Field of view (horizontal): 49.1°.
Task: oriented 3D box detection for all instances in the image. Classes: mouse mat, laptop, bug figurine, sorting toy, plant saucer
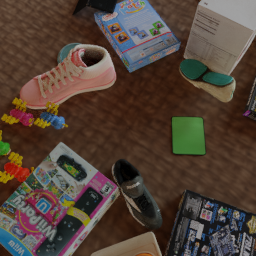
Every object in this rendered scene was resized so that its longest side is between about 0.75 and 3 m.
[{"bbox_3d":[1.756,0.210,8.165,0.977,0.046,1.215,2,66,1],"label":"mouse mat"},{"bbox_3d":[-1.094,-4.454,9.863,1.435,0.741,1.271,15,68,-3],"label":"laptop"},{"bbox_3d":[-2.928,0.278,7.819,1.918,0.636,2.473,27,74,17],"label":"bug figurine"},{"bbox_3d":[0.450,3.392,6.293,2.516,0.370,1.860,-24,67,9],"label":"sorting toy"},{"bbox_3d":[-1.752,-2.352,9.180,1.152,0.158,1.152,0,67,-1],"label":"plant saucer"}]

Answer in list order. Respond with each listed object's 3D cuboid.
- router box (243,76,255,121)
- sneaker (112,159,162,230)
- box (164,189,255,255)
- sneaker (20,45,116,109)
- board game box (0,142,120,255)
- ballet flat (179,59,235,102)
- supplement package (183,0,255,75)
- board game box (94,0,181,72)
[{"bbox_3d":[4.307,-0.888,8.372,1.254,0.429,1.681,24,69,5],"label":"router box"},{"bbox_3d":[0.187,1.623,7.084,0.681,0.927,2.050,-29,70,-10],"label":"sneaker"},{"bbox_3d":[2.085,2.834,6.802,2.080,0.521,2.096,18,68,7],"label":"box"},{"bbox_3d":[-1.829,-1.563,8.101,2.990,1.563,1.126,-17,70,-6],"label":"sneaker"},{"bbox_3d":[-1.785,2.004,6.979,1.962,0.855,2.660,35,72,14],"label":"board game box"},{"bbox_3d":[2.310,-1.401,8.351,0.782,0.782,2.250,-26,37,-10],"label":"ballet flat"},{"bbox_3d":[3.040,-3.121,8.375,1.628,2.214,2.117,33,71,13],"label":"supplement package"},{"bbox_3d":[0.272,-3.247,9.382,1.889,0.457,2.497,-27,70,-11],"label":"board game box"}]
